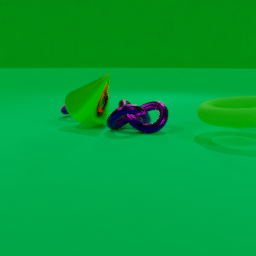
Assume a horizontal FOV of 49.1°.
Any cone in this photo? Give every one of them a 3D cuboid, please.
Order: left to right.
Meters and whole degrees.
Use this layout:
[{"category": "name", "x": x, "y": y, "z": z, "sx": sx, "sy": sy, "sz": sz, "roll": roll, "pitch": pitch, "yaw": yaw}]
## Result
[{"category": "cone", "x": -0.759, "y": -0.912, "z": 7.110, "sx": 1.293, "sy": 1.298, "sz": 1.293, "roll": 22, "pitch": 42, "yaw": -21}]

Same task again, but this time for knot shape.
[{"category": "knot shape", "x": 0.310, "y": -0.305, "z": 6.993, "sx": 1.424, "sy": 0.703, "sz": 1.522, "roll": 6, "pitch": 14, "yaw": 23}]

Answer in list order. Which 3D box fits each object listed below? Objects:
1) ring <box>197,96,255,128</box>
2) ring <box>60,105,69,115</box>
[{"category": "ring", "x": 2.493, "y": -0.383, "z": 6.114, "sx": 1.922, "sy": 0.384, "sz": 1.922, "roll": -6, "pitch": 13, "yaw": 1}, {"category": "ring", "x": -1.546, "y": -0.684, "z": 8.614, "sx": 1.089, "sy": 0.218, "sz": 1.089, "roll": -22, "pitch": -2, "yaw": -1}]
